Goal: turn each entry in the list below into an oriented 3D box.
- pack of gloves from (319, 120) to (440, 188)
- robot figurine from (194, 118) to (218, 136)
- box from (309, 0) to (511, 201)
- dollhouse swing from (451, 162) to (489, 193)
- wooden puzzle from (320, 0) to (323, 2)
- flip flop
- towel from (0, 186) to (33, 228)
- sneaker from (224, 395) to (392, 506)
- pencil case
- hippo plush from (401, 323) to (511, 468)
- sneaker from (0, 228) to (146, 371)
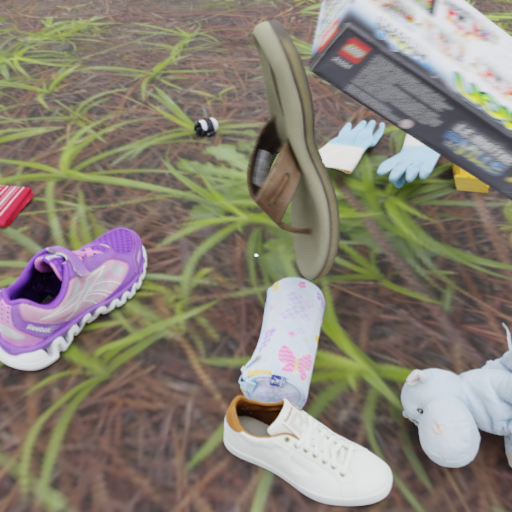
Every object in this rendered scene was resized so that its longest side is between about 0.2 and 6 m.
[{"bbox_3d":[2.436,-1.929,10.823,2.212,0.520,2.633,12,36,26],"label":"pack of gloves"},{"bbox_3d":[-1.043,-2.684,11.667,0.506,0.381,0.316,-22,15,-23],"label":"robot figurine"},{"bbox_3d":[2.274,-1.852,6.034,3.529,0.613,1.942,27,52,-18],"label":"box"},{"bbox_3d":[3.900,-1.723,10.195,0.783,0.758,0.862,6,40,8],"label":"dollhouse swing"},{"bbox_3d":[0.804,-3.756,7.257,2.629,1.559,0.185,42,96,9],"label":"wooden puzzle"},{"bbox_3d":[0.253,-0.967,5.860,0.790,2.744,1.113,-20,32,-7],"label":"flip flop"},{"bbox_3d":[-4.709,-0.879,9.667,1.432,0.161,1.036,6,43,10],"label":"towel"},{"bbox_3d":[0.513,1.988,5.831,1.871,0.792,0.681,14,41,14],"label":"sneaker"},{"bbox_3d":[0.361,1.067,6.933,0.804,0.737,1.773,12,41,9],"label":"pencil case"},{"bbox_3d":[2.344,1.450,5.943,1.467,1.454,1.825,-2,41,-4],"label":"hippo plush"},{"bbox_3d":[-2.445,0.291,7.536,1.052,1.156,2.615,18,42,22],"label":"sneaker"}]
